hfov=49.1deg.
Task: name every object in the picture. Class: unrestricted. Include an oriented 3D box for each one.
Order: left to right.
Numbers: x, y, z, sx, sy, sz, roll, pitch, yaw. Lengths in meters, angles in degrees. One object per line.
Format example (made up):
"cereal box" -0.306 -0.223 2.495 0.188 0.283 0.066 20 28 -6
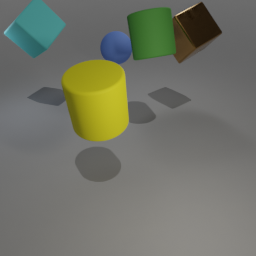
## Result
"cube" -3.514 -3.752 10.600 1.400 1.400 1.400 -4 51 51
"cylinder" -0.721 -0.645 6.550 1.400 1.400 1.400 -3 42 3
"ball" -0.509 -3.494 12.240 1.400 1.400 1.400 0 31 0
"cylinder" 0.760 -2.978 8.967 1.400 1.400 1.400 -9 14 2
"cube" 2.357 -3.573 10.629 1.400 1.400 1.400 -33 0 -18
